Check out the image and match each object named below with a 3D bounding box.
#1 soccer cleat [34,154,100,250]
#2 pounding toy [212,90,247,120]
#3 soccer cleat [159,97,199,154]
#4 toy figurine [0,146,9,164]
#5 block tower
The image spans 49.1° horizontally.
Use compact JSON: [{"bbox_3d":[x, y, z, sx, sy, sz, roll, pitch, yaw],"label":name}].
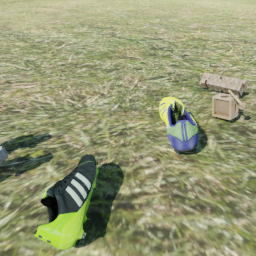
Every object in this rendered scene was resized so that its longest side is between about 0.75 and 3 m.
[{"bbox_3d":[-1.153,1.253,5.607,0.928,0.773,2.290,26,34,-14],"label":"soccer cleat"},{"bbox_3d":[3.291,-0.797,8.871,0.511,0.981,1.117,-23,27,-34],"label":"pounding toy"},{"bbox_3d":[1.474,-0.429,8.300,0.945,1.223,2.923,-9,29,4],"label":"soccer cleat"},{"bbox_3d":[-3.774,0.361,6.447,1.160,1.641,1.667,-36,74,-12],"label":"toy figurine"},{"bbox_3d":[3.636,-1.700,10.806,1.734,0.468,0.501,19,80,36],"label":"block tower"}]
